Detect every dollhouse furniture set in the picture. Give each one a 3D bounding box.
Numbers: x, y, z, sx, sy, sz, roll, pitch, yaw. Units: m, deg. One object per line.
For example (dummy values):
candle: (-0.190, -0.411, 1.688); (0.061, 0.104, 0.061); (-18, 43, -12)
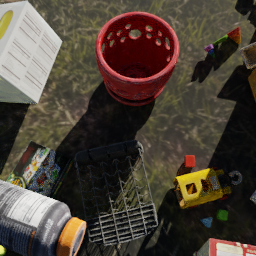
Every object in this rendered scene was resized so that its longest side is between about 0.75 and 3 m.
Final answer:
dollhouse furniture set: (5.482, -2.499, 9.244); (2.748, 1.950, 2.177); (-23, 88, 2)

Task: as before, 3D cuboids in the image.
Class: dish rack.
dish rack: (-0.371, 1.853, 8.383); (2.258, 0.803, 2.944); (-12, 72, -3)

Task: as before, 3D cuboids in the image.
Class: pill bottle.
pill bottle: (-2.315, 2.224, 6.573); (2.557, 1.358, 1.358); (17, 71, 10)

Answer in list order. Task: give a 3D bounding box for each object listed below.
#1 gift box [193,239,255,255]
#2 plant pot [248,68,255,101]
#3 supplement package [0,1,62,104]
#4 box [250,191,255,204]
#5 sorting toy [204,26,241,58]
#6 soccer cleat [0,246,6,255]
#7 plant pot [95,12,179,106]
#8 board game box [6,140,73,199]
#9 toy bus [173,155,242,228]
gift box: (2.663, 3.867, 7.095); (1.846, 1.868, 2.001); (13, 51, 6)
plant pot: (5.470, -1.055, 8.340); (2.525, 2.541, 2.600); (2, 65, 1)
supplement package: (-3.750, -2.342, 8.998); (1.899, 1.885, 2.502); (5, 68, 25)
box: (5.444, 1.780, 8.530); (2.078, 0.523, 2.879); (42, 77, 14)
sorting toy: (3.606, -3.111, 10.378); (1.673, 0.580, 0.576); (-34, 97, -13)
soccer cleat: (-4.846, 3.197, 7.807); (2.839, 0.918, 1.188); (1, 62, -1)
plant pot: (0.264, -1.985, 8.967); (2.443, 2.224, 2.443); (0, 69, 0)
board game box: (-3.048, 1.990, 8.548); (1.555, 0.348, 2.967); (25, 72, 6)
toy bus: (2.350, 1.702, 8.263); (1.902, 1.042, 2.016); (28, 73, 10)
